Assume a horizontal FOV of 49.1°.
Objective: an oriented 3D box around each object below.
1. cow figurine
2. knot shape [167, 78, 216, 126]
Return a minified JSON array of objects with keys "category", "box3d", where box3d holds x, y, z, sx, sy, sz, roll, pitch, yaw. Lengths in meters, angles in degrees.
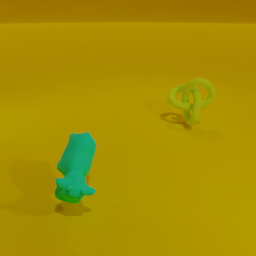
[{"category":"cow figurine","box3d":[-0.929,0.689,5.151,0.718,1.307,1.286,22,-7,-19]},{"category":"knot shape","box3d":[1.995,-0.783,8.858,1.518,1.421,0.701,-4,-6,42]}]
